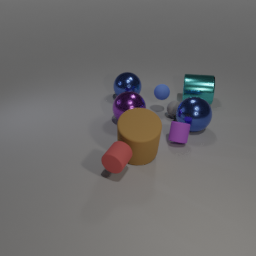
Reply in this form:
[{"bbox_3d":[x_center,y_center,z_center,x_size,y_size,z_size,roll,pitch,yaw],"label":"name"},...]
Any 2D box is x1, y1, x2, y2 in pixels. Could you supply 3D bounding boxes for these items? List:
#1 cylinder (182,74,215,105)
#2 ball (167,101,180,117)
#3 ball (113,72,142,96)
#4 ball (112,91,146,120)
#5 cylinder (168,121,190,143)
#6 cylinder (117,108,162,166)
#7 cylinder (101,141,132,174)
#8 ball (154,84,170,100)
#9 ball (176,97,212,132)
[{"bbox_3d":[3.371,-1.864,13.494,1.400,1.400,1.400,5,29,10],"label":"cylinder"},{"bbox_3d":[2.048,-0.842,12.227,0.700,0.700,0.700,0,29,0],"label":"ball"},{"bbox_3d":[-0.026,-2.059,13.872,1.400,1.400,1.400,0,29,0],"label":"ball"},{"bbox_3d":[0.053,-0.831,11.643,1.400,1.400,1.400,0,29,0],"label":"ball"},{"bbox_3d":[1.882,0.153,10.297,0.700,0.700,0.700,10,5,-1],"label":"cylinder"},{"bbox_3d":[0.349,0.294,9.232,1.400,1.400,1.400,1,51,-1],"label":"cylinder"},{"bbox_3d":[-0.321,0.856,8.243,0.700,0.700,0.700,13,36,22],"label":"cylinder"},{"bbox_3d":[1.491,-1.579,12.321,0.700,0.700,0.700,0,29,0],"label":"ball"},{"bbox_3d":[2.611,-0.541,11.096,1.400,1.400,1.400,0,29,0],"label":"ball"}]
